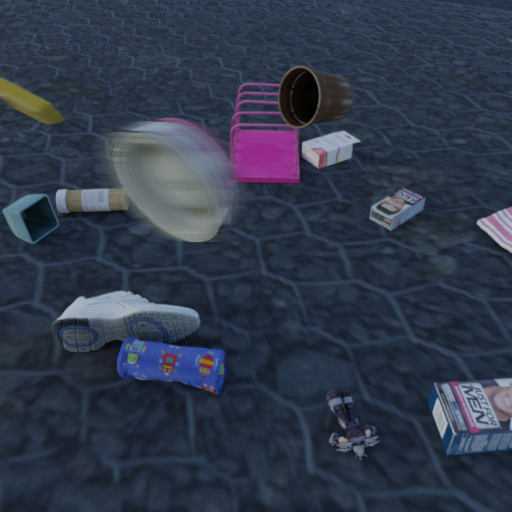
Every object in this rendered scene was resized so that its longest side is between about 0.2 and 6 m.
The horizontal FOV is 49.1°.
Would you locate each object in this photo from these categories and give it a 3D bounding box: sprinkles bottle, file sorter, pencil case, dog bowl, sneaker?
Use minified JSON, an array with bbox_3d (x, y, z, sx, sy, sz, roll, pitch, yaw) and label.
[{"bbox_3d":[-3.687,-1.252,12.660,1.530,0.522,0.522,-2,39,-3],"label":"sprinkles bottle"},{"bbox_3d":[0.240,-3.170,14.204,1.742,1.572,2.507,2,39,2],"label":"file sorter"},{"bbox_3d":[-1.285,1.726,8.850,1.728,0.751,0.674,7,74,10],"label":"pencil case"},{"bbox_3d":[-1.232,-1.250,8.906,2.105,2.105,0.776,23,53,26],"label":"dog bowl"},{"bbox_3d":[-2.181,1.001,9.617,2.465,0.918,1.074,2,34,1],"label":"sneaker"}]

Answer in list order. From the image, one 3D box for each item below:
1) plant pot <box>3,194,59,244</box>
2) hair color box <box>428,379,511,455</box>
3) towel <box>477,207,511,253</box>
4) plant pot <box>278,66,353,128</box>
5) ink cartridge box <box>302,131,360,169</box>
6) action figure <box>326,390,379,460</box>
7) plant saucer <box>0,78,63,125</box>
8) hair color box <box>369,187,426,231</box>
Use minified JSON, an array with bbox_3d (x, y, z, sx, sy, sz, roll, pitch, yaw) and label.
[{"bbox_3d":[-4.907,-0.842,11.979,0.824,0.806,0.809,11,39,27],"label":"plant pot"},{"bbox_3d":[3.593,2.318,8.206,1.846,0.559,0.923,-3,39,-3],"label":"hair color box"},{"bbox_3d":[5.815,-0.795,11.717,1.926,0.288,1.410,-23,29,1],"label":"towel"},{"bbox_3d":[1.336,-3.359,11.911,1.234,1.247,1.247,-11,38,-38],"label":"plant pot"},{"bbox_3d":[1.962,-2.788,14.622,1.344,0.453,0.783,-21,43,-22],"label":"ink cartridge box"},{"bbox_3d":[1.376,2.479,8.187,0.706,0.376,1.085,-2,42,-14],"label":"action figure"},{"bbox_3d":[-3.636,-2.410,8.868,0.948,0.948,0.230,28,85,-3],"label":"plant saucer"},{"bbox_3d":[3.174,-1.072,12.559,1.221,0.370,0.604,-30,48,-31],"label":"hair color box"}]
